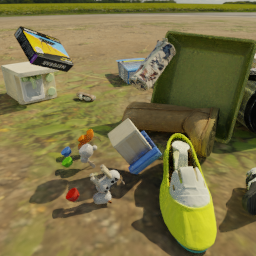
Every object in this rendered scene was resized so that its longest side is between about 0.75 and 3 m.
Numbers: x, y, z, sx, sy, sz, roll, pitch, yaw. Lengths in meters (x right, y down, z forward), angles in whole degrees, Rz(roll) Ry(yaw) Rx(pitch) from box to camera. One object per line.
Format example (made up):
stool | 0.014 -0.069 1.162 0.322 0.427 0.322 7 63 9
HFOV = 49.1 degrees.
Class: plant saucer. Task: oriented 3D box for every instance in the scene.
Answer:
plant saucer | 2.176 -1.308 8.464 2.823 2.827 0.677 21 16 36

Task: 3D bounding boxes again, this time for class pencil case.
pencil case | 0.517 -1.341 6.031 0.477 0.548 1.226 23 70 40

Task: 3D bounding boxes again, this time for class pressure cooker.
pressure cooker | 3.871 -0.898 8.554 1.747 1.774 1.986 38 14 -25

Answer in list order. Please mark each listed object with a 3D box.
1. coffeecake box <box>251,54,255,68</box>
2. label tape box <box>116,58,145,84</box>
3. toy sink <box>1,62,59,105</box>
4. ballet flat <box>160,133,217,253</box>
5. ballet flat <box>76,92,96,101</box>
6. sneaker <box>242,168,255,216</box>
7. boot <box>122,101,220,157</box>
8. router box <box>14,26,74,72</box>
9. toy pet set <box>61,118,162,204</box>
coffeecake box | 4.978 -1.879 10.615 0.759 1.595 2.078 -12 29 -22
label tape box | 0.389 -2.778 13.415 1.532 0.707 2.138 -8 26 -16
toy sink | -3.670 -1.731 10.701 1.489 1.280 2.284 -19 28 -33
ballet flat | 1.108 1.008 5.598 0.960 0.963 2.872 1 27 2
ballet flat | -1.658 -1.188 10.730 0.856 0.291 0.288 9 37 20
sneaker | 2.655 1.199 5.695 1.738 0.644 0.769 -14 22 -38
boot | 1.083 -0.058 7.896 2.679 0.886 2.346 7 22 20
router box | -1.993 -1.870 6.774 0.921 0.315 1.235 58 25 14
toy pet set | -0.356 0.783 6.438 2.018 1.148 2.162 -38 27 3
